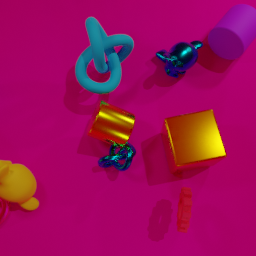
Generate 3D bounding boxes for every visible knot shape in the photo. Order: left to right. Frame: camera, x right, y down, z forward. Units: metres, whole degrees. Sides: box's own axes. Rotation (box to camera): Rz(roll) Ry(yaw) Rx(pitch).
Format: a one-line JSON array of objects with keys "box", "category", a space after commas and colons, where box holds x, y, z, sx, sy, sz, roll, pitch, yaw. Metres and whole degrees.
[{"box": [-0.697, -2.093, 7.637, 0.921, 1.865, 1.993, 16, 57, 33], "category": "knot shape"}, {"box": [-0.215, 0.734, 7.906, 1.187, 1.110, 0.548, -15, 113, 33], "category": "knot shape"}]

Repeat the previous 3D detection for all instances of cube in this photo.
[{"box": [1.712, 0.412, 7.658, 1.312, 1.312, 1.312, -11, 73, -2], "category": "cube"}]

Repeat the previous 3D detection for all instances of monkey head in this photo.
[{"box": [-3.135, 1.563, 7.293, 1.139, 1.891, 1.360, 27, 58, 36], "category": "monkey head"}, {"box": [1.462, -2.217, 8.491, 1.718, 1.035, 1.236, -31, 68, -33], "category": "monkey head"}]

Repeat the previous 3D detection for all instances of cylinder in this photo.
[{"box": [-0.471, -0.098, 7.682, 1.037, 1.037, 1.037, 22, 76, -14], "category": "cylinder"}, {"box": [3.266, -2.919, 8.560, 1.184, 1.184, 1.184, 38, 73, 9], "category": "cylinder"}]

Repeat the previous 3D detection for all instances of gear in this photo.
[{"box": [1.378, 2.001, 6.877, 0.197, 1.065, 1.065, 8, 76, 5], "category": "gear"}]

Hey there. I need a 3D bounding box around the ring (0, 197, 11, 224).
[{"box": [-3.780, 2.181, 7.594, 1.101, 0.220, 1.101, 1, 88, -27], "category": "ring"}]
